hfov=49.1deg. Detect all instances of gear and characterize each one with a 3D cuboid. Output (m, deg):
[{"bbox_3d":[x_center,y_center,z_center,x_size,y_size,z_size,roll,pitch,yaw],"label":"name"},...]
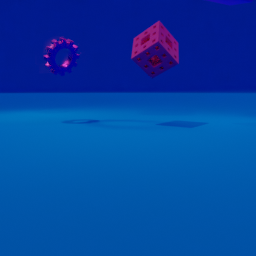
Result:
[{"bbox_3d":[-2.493,-2.685,10.598,1.397,1.397,0.258,-8,34,-47],"label":"gear"}]

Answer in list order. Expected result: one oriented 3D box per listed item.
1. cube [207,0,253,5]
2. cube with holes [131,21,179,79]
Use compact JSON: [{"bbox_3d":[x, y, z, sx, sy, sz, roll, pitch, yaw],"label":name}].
[{"bbox_3d":[2.558,-3.802,7.106,1.052,1.052,1.052,5,18,-14],"label":"cube"},{"bbox_3d":[0.977,-2.744,9.936,1.163,1.163,1.163,-25,-47,35],"label":"cube with holes"}]
